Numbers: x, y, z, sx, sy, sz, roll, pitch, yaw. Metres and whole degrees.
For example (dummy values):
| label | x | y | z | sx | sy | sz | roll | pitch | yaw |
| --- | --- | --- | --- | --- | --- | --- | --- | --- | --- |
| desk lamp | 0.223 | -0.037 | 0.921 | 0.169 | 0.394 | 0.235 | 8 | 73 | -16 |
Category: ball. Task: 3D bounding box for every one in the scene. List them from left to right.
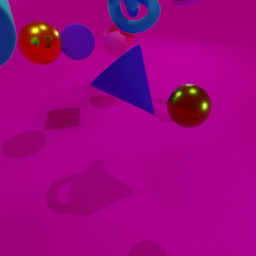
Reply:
| label | x | y | z | sx | sy | sz | roll | pitch | yaw |
| --- | --- | --- | --- | --- | --- | --- | --- | --- | --- |
| ball | -2.394 | -2.309 | 7.662 | 1.176 | 1.176 | 1.176 | 0 | 36 | 0 |
| ball | -0.258 | -3.612 | 10.961 | 1.031 | 1.031 | 1.031 | 0 | 36 | 0 |
| ball | 1.037 | -0.372 | 4.771 | 0.746 | 0.746 | 0.746 | 0 | 36 | 0 |

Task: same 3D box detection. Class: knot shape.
| label | x | y | z | sx | sy | sz | roll | pitch | yaw |
| --- | --- | --- | --- | --- | --- | --- | --- | --- | --- |
| knot shape | -0.002 | -2.742 | 6.002 | 1.705 | 0.788 | 1.596 | -19 | 74 | -52 |

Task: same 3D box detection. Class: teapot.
| label | x | y | z | sx | sy | sz | roll | pitch | yaw |
| --- | --- | --- | --- | --- | --- | --- | --- | --- | --- |
| teapot | -0.444 | -3.005 | 9.854 | 1.498 | 0.931 | 0.733 | 38 | 75 | 14 |

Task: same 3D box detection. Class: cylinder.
| label | x | y | z | sx | sy | sz | roll | pitch | yaw |
| --- | --- | --- | --- | --- | --- | --- | --- | --- | --- |
| cylinder | -2.679 | -1.826 | 4.775 | 1.344 | 1.344 | 1.344 | -13 | 42 | -18 |
| cylinder | -1.605 | -2.706 | 8.836 | 1.054 | 1.054 | 1.054 | -7 | 18 | -9 |

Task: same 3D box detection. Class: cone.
| label | x | y | z | sx | sy | sz | roll | pitch | yaw |
| --- | --- | --- | --- | --- | --- | --- | --- | --- | --- |
| cone | 0.155 | -0.849 | 6.271 | 1.427 | 1.422 | 1.422 | 51 | 45 | -7 |

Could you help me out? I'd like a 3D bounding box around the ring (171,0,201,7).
| label | x | y | z | sx | sy | sz | roll | pitch | yaw |
| --- | --- | --- | --- | --- | --- | --- | --- | --- | --- |
| ring | 2.121 | -4.477 | 8.978 | 1.586 | 0.317 | 1.586 | -24 | 41 | 23 |
